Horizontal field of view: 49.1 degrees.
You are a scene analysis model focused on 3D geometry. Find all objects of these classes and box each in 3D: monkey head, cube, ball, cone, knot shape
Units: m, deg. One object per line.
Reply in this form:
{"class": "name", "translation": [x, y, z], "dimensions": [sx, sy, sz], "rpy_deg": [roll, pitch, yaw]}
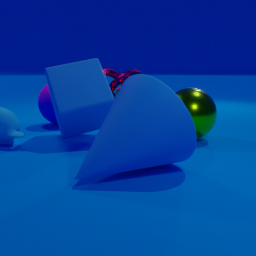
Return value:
{"class": "monkey head", "translation": [-2.795, -0.002, 5.925], "dimensions": [1.267, 0.763, 0.911], "rpy_deg": [40, 39, 12]}
{"class": "cube", "translation": [-1.112, -0.668, 6.489], "dimensions": [1.219, 1.219, 1.219], "rpy_deg": [-15, -24, -16]}
{"class": "ball", "translation": [-1.961, -0.738, 8.180], "dimensions": [1.280, 1.280, 1.280], "rpy_deg": [0, 12, 0]}
{"class": "ball", "translation": [1.435, -0.322, 6.491], "dimensions": [1.205, 1.205, 1.205], "rpy_deg": [0, 12, 0]}
{"class": "cone", "translation": [-0.136, 0.286, 4.262], "dimensions": [1.660, 1.654, 1.654], "rpy_deg": [-35, 29, -29]}
{"class": "knot shape", "translation": [-0.293, -1.233, 9.782], "dimensions": [1.763, 1.649, 0.814], "rpy_deg": [-7, 19, -28]}

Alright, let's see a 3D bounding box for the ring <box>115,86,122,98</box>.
{"class": "ring", "translation": [0.436, -0.760, 8.455], "dimensions": [1.720, 0.344, 1.720], "rpy_deg": [16, -26, 8]}
